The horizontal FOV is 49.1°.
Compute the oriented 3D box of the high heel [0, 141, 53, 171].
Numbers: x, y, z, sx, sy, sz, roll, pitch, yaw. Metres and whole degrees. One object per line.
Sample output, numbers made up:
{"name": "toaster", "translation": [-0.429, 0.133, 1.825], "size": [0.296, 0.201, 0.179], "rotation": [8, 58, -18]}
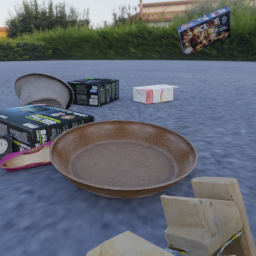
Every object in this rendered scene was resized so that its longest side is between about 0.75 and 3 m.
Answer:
{"name": "high heel", "translation": [-1.751, 0.546, 5.440], "size": [1.350, 0.455, 0.647], "rotation": [-6, 7, -4]}

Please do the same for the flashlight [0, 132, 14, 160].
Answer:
{"name": "flashlight", "translation": [-3.320, 0.287, 6.276], "size": [1.694, 0.573, 0.576], "rotation": [9, 39, 29]}

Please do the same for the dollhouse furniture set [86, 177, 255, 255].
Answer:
{"name": "dollhouse furniture set", "translation": [0.719, 1.514, 1.078], "size": [2.616, 1.853, 2.848], "rotation": [-16, 3, -38]}

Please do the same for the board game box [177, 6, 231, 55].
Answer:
{"name": "board game box", "translation": [2.763, -3.470, 10.112], "size": [1.802, 1.221, 0.312], "rotation": [-21, 56, 10]}

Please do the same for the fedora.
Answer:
{"name": "fedora", "translation": [-2.761, -0.866, 9.016], "size": [1.972, 1.744, 0.890], "rotation": [0, 46, 0]}

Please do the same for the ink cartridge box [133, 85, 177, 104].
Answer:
{"name": "ink cartridge box", "translation": [1.245, -1.503, 12.227], "size": [1.792, 0.605, 1.044], "rotation": [-11, 19, -29]}

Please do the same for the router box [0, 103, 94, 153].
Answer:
{"name": "router box", "translation": [-2.233, -0.014, 6.966], "size": [2.327, 0.723, 1.744], "rotation": [13, 21, 38]}

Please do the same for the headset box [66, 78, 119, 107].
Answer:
{"name": "headset box", "translation": [-1.470, -1.582, 11.959], "size": [1.702, 0.907, 1.955], "rotation": [8, 18, 24]}

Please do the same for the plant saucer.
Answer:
{"name": "plant saucer", "translation": [-0.085, 0.534, 5.184], "size": [2.637, 0.482, 2.637], "rotation": [3, 24, -1]}
